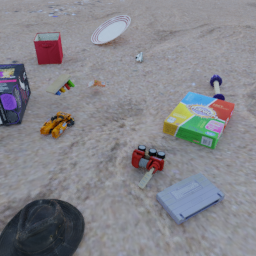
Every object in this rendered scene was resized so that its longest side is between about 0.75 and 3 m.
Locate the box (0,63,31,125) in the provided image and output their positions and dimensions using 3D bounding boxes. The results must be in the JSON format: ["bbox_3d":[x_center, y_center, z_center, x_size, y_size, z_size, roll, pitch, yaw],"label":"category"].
[{"bbox_3d":[-5.004,-1.430,11.530,1.348,1.554,2.542,-4,37,-5],"label":"box"}]

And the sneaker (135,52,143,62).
[{"bbox_3d":[0.633,-4.107,16.113,0.435,0.364,0.982,4,36,1],"label":"sneaker"}]

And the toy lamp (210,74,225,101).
[{"bbox_3d":[4.121,-1.856,12.942,0.607,0.607,2.087,5,38,7],"label":"toy lamp"}]

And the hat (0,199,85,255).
[{"bbox_3d":[-2.196,2.437,6.916,2.300,0.928,2.300,1,37,-1],"label":"hat"}]

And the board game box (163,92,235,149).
[{"bbox_3d":[2.834,-0.408,11.026,2.022,0.533,2.642,19,41,24],"label":"board game box"}]

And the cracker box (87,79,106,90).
[{"bbox_3d":[-1.450,-1.966,12.796,0.559,0.241,0.834,9,-9,-30],"label":"cracker box"}]

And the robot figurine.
[{"bbox_3d":[-2.693,-0.174,10.815,1.029,0.413,1.419,14,39,15],"label":"robot figurine"}]

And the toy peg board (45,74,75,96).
[{"bbox_3d":[-2.762,-1.696,11.639,1.028,0.505,1.032,-50,32,-15],"label":"toy peg board"}]

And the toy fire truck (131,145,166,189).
[{"bbox_3d":[0.521,1.224,8.820,1.052,0.769,1.195,18,30,21],"label":"toy fire truck"}]

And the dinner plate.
[{"bbox_3d":[-1.094,-6.408,18.452,2.928,0.355,2.928,-19,44,20],"label":"dinner plate"}]

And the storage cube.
[{"bbox_3d":[-4.425,-4.490,15.777,1.320,1.389,1.545,-4,36,-5],"label":"storage cube"}]

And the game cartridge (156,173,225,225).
[{"bbox_3d":[1.777,1.974,8.068,1.688,0.324,1.094,-19,37,-24],"label":"game cartridge"}]
